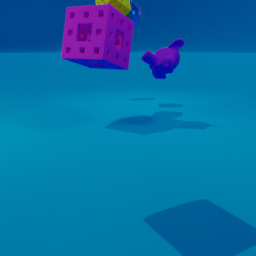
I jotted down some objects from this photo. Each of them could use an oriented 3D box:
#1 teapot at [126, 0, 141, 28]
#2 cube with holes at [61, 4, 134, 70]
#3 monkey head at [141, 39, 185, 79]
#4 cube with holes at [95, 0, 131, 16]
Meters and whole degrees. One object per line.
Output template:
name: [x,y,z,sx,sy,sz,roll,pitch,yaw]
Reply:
teapot: [-0.054,-3.952,9.935,0.943,1.516,0.742,11,6,12]
cube with holes: [-0.805,-2.427,7.718,1.348,1.348,1.348,9,4,27]
monkey head: [0.905,-1.932,7.798,1.028,1.429,0.861,31,52,-18]
cube with holes: [-0.457,-3.758,8.479,0.730,0.730,0.730,17,-37,-41]
